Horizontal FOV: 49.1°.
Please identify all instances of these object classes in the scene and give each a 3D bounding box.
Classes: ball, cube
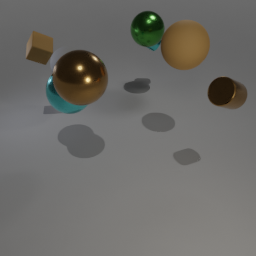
[{"bbox_3d":[-1.205,-1.272,7.146,1.400,1.400,1.400,0,33,0],"label":"ball"},{"bbox_3d":[-2.408,-2.566,11.286,1.400,1.400,1.400,0,33,0],"label":"ball"},{"bbox_3d":[0.797,-4.039,11.460,1.400,1.400,1.400,0,33,0],"label":"ball"},{"bbox_3d":[-1.785,-1.130,8.541,1.400,1.400,1.400,0,33,0],"label":"ball"},{"bbox_3d":[1.651,-2.394,8.134,1.400,1.400,1.400,0,33,0],"label":"ball"},{"bbox_3d":[-2.995,-2.698,9.491,0.700,0.700,0.700,12,57,-33],"label":"cube"}]

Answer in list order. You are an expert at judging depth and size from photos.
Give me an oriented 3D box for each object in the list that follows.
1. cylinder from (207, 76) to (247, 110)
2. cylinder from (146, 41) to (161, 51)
[{"bbox_3d":[2.377,-0.825,6.696,0.700,0.700,0.700,5,21,-46],"label":"cylinder"},{"bbox_3d":[1.052,-4.008,12.888,0.700,0.700,0.700,22,24,-26],"label":"cylinder"}]
